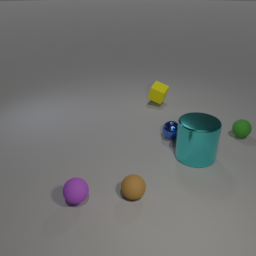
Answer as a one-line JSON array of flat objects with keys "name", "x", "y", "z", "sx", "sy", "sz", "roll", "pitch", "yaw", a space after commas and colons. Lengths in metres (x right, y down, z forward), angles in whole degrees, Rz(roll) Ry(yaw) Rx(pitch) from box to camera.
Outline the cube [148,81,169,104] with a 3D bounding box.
[{"name": "cube", "x": 1.464, "y": -1.709, "z": 13.490, "sx": 0.700, "sy": 0.700, "sz": 0.700, "roll": 26, "pitch": 46, "yaw": 11}]

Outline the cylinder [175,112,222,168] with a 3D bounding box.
[{"name": "cylinder", "x": 2.352, "y": 0.379, "z": 9.487, "sx": 1.400, "sy": 1.400, "sz": 1.400, "roll": 0, "pitch": 28, "yaw": 0}]

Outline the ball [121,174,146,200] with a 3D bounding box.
[{"name": "ball", "x": 0.153, "y": 1.648, "z": 7.842, "sx": 0.700, "sy": 0.700, "sz": 0.700, "roll": 0, "pitch": 28, "yaw": 0}]

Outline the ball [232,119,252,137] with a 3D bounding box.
[{"name": "ball", "x": 4.400, "y": 0.011, "z": 10.827, "sx": 0.700, "sy": 0.700, "sz": 0.700, "roll": 0, "pitch": 28, "yaw": 0}]

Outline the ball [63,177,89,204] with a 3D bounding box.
[{"name": "ball", "x": -1.410, "y": 1.690, "z": 7.568, "sx": 0.700, "sy": 0.700, "sz": 0.700, "roll": 0, "pitch": 28, "yaw": 0}]

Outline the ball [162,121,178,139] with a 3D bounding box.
[{"name": "ball", "x": 1.659, "y": 0.074, "z": 10.716, "sx": 0.700, "sy": 0.700, "sz": 0.700, "roll": 0, "pitch": 28, "yaw": 0}]
